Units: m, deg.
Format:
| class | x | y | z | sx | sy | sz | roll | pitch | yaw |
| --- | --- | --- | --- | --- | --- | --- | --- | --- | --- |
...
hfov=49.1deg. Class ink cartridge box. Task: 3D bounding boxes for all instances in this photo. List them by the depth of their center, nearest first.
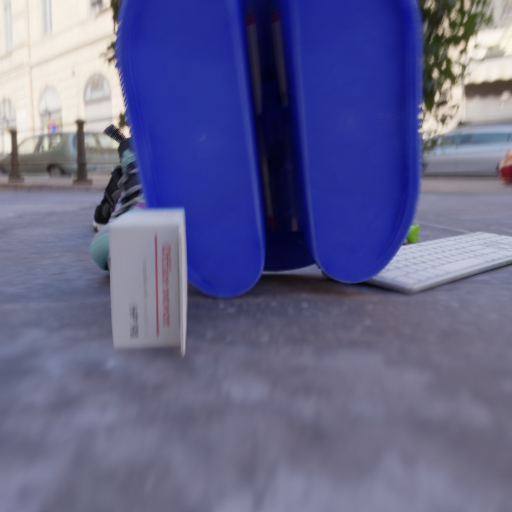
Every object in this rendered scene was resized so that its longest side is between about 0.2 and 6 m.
| class | x | y | z | sx | sy | sz | roll | pitch | yaw |
| --- | --- | --- | --- | --- | --- | --- | --- | --- | --- |
| ink cartridge box | -0.879 | 0.147 | 4.726 | 0.567 | 0.985 | 1.701 | -1 | 8 | -6 |

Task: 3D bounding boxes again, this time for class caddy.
| class | x | y | z | sx | sy | sz | roll | pitch | yaw |
| --- | --- | --- | --- | --- | --- | --- | --- | --- | --- |
| caddy | 0.150 | -1.593 | 6.246 | 3.023 | 4.276 | 2.244 | -6 | 23 | 2 |

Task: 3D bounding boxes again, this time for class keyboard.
| class | x | y | z | sx | sy | sz | roll | pitch | yaw |
| --- | --- | --- | --- | --- | --- | --- | --- | --- | --- |
| keyboard | 2.957 | -0.011 | 8.337 | 1.401 | 0.265 | 4.978 | 8 | 12 | 44 |

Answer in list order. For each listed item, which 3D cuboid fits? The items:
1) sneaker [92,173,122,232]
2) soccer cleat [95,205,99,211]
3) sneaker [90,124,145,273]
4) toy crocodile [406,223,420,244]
| class | x | y | z | sx | sy | sz | roll | pitch | yaw |
| --- | --- | --- | --- | --- | --- | --- | --- | --- | --- |
| sneaker | -2.767 | -1.202 | 12.285 | 1.274 | 1.473 | 3.364 | -4 | 9 | -28 |
| soccer cleat | -2.586 | -1.384 | 14.373 | 3.050 | 1.236 | 1.030 | 0 | 8 | -3 |
| sneaker | -1.716 | -0.959 | 7.926 | 1.129 | 2.032 | 2.905 | -26 | 1 | 18 |
| toy crocodile | 2.527 | -0.454 | 10.331 | 0.570 | 0.522 | 1.690 | 8 | 14 | 42 |
